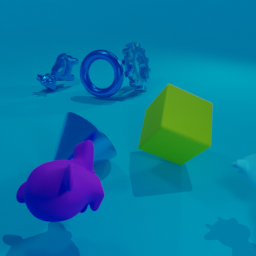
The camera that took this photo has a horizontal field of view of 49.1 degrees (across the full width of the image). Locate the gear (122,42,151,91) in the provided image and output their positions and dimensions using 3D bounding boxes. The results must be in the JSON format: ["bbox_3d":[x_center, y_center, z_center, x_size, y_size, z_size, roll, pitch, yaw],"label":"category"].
[{"bbox_3d":[0.338,-2.179,9.982,0.310,1.678,1.678,-8,22,28],"label":"gear"}]

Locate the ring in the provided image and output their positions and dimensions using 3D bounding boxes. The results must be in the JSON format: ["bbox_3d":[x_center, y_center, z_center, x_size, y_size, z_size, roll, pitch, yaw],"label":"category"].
[{"bbox_3d":[-0.887,-1.793,9.340,1.595,1.595,0.319,10,18,18],"label":"ring"}]

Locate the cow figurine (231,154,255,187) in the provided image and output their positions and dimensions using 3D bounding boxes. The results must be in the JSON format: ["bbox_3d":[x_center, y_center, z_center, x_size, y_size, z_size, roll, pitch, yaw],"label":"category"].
[{"bbox_3d":[2.097,0.979,4.038,1.311,0.731,1.332,1,62,45],"label":"cow figurine"}]

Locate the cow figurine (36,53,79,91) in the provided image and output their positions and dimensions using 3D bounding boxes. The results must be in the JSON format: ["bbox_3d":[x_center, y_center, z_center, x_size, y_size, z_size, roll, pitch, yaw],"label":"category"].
[{"bbox_3d":[-2.571,-2.057,10.177,0.783,1.427,1.404,31,22,29],"label":"cow figurine"}]

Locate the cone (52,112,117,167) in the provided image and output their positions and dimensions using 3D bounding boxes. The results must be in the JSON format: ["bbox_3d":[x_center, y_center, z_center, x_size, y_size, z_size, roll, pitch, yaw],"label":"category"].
[{"bbox_3d":[-1.210,0.659,5.755,1.405,1.405,1.411,22,62,36],"label":"cone"}]

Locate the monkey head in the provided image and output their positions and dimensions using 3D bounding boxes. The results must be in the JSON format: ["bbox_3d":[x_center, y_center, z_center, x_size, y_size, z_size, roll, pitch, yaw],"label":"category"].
[{"bbox_3d":[-0.933,0.708,4.011,1.018,1.216,1.690,17,-27,-37],"label":"monkey head"}]

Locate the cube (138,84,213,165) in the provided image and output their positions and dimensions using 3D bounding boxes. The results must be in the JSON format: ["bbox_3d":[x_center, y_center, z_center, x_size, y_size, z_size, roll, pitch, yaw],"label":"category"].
[{"bbox_3d":[0.993,-0.038,5.890,1.092,1.092,1.092,22,57,-13],"label":"cube"}]
